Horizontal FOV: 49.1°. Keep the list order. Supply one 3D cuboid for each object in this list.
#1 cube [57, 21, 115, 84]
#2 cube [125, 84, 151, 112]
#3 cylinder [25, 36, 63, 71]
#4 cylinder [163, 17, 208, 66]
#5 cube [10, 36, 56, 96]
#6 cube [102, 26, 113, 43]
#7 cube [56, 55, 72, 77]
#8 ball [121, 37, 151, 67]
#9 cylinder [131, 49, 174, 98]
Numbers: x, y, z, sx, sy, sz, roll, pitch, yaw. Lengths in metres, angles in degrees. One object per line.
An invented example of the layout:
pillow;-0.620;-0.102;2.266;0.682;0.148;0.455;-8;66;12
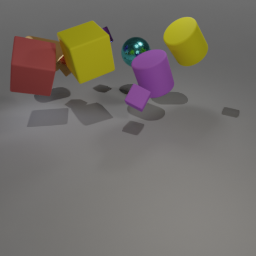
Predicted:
cube;-1.455;-2.668;9.822;1.400;1.400;1.400;-25;48;-15
cube;0.357;-1.082;10.135;0.700;0.700;0.700;28;-3;5
cylinder;-3.821;-3.270;12.457;1.400;1.400;1.400;-5;25;-46
cylinder;2.356;-3.479;11.388;1.400;1.400;1.400;-19;53;27
cube;-3.387;-2.168;9.991;1.400;1.400;1.400;5;55;-21
cube;-1.227;-4.036;12.603;0.700;0.700;0.700;-5;27;46
cube;-2.397;-2.670;11.511;0.700;0.700;0.700;-31;13;36
ball;0.374;-3.558;13.190;1.400;1.400;1.400;0;31;0
cylinder;0.997;-2.141;11.077;1.400;1.400;1.400;-15;38;12
